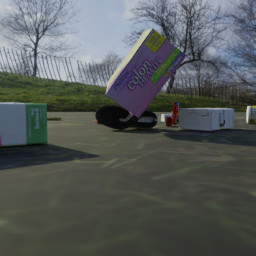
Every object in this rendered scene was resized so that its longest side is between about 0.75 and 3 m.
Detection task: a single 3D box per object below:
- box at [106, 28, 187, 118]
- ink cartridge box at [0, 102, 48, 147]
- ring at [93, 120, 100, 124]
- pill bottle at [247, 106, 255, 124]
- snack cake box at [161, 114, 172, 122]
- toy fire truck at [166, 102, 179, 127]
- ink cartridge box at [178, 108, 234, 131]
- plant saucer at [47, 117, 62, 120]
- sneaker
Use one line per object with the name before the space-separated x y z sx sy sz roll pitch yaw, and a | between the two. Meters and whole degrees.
box | 0.515 -2.130 10.398 1.432 2.606 2.963 35 12 -11
ink cartridge box | -3.099 -0.102 6.121 2.188 0.957 1.590 -5 7 -38
ring | -0.756 -0.324 14.437 2.077 0.199 2.077 1 4 0
pill bottle | 6.705 -0.635 13.715 1.600 0.902 0.902 1 4 19
snack cake box | 2.654 -0.590 16.257 1.305 0.439 0.751 -1 3 -7
toy fire truck | 2.061 -0.607 12.164 0.714 1.069 1.273 1 4 16
ink cartridge box | 2.972 -0.355 10.627 1.357 0.787 1.874 4 6 43
plant saucer | -4.813 -0.589 18.140 1.089 0.169 1.089 0 5 0
sneaker | -0.126 -0.288 10.919 2.330 0.879 1.341 6 -6 -7
